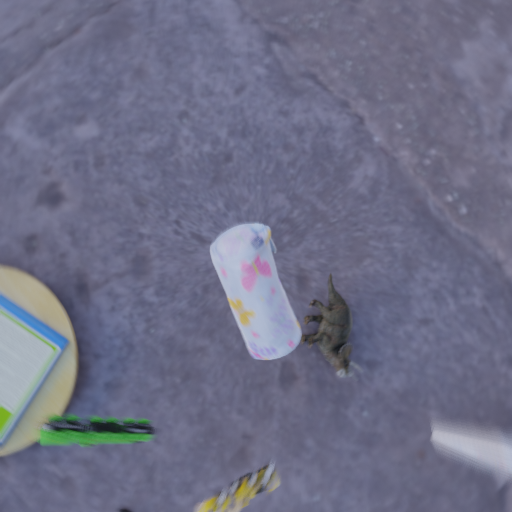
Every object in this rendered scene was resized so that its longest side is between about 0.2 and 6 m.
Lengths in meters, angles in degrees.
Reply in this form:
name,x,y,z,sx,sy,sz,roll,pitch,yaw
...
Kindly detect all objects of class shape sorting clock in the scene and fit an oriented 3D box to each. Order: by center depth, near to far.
name,x,y,z,sx,sy,sz,roll,pitch,yaw
shape sorting clock,-4.471,1.726,9.330,3.111,0.610,3.111,0,83,3

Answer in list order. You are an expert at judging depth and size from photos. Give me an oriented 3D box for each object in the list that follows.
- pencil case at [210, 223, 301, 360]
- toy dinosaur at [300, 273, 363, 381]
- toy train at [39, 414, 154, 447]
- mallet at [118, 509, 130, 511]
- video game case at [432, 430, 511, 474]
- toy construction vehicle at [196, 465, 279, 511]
name,x,y,z,sx,sy,sz,roll,pitch,yaw
pencil case,0.027,0.499,7.607,0.792,1.904,0.864,9,39,39
toy dinosaur,1.283,1.201,9.512,0.891,0.671,1.743,8,73,-12
toy train,-1.780,1.986,6.289,1.303,0.367,0.272,15,42,-34
mallet,-2.494,5.149,8.933,0.692,0.432,2.101,5,76,5
video game case,3.251,2.627,7.162,1.398,1.536,0.182,24,75,-8
toy construction vehicle,-0.215,3.209,7.419,1.127,0.981,0.397,-26,74,-13
